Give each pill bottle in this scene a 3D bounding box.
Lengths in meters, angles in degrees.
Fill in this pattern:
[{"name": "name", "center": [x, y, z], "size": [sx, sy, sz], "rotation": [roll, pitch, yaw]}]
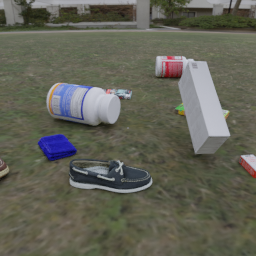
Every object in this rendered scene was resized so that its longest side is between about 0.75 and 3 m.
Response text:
[{"name": "pill bottle", "center": [2.932, -3.871, 17.724], "size": [2.293, 1.287, 1.287], "rotation": [1, 25, 2]}, {"name": "pill bottle", "center": [-1.707, -0.913, 11.013], "size": [2.648, 1.484, 1.484], "rotation": [10, 26, 22]}]

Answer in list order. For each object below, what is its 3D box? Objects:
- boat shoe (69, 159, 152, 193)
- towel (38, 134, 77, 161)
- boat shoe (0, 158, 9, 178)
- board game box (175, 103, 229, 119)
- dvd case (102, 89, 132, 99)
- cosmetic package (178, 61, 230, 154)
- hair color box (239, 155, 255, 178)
[{"name": "boat shoe", "center": [-0.469, 1.195, 7.373], "size": [2.222, 0.670, 0.840], "rotation": [0, 25, -1]}, {"name": "towel", "center": [-2.327, 0.574, 9.157], "size": [0.961, 0.323, 1.302], "rotation": [-15, 28, -27]}, {"name": "boat shoe", "center": [-4.558, 0.681, 8.058], "size": [2.874, 1.034, 1.037], "rotation": [18, 30, 34]}, {"name": "board game box", "center": [3.137, -0.683, 11.967], "size": [2.077, 0.311, 0.992], "rotation": [17, 29, 28]}, {"name": "dvd case", "center": [-0.634, -1.746, 14.433], "size": [1.600, 0.176, 1.168], "rotation": [1, 25, 3]}, {"name": "cosmetic package", "center": [2.282, -0.676, 8.709], "size": [0.699, 1.140, 2.761], "rotation": [0, 60, -11]}, {"name": "hair color box", "center": [3.632, 1.097, 8.092], "size": [0.427, 0.258, 0.842], "rotation": [-4, 26, -7]}]
